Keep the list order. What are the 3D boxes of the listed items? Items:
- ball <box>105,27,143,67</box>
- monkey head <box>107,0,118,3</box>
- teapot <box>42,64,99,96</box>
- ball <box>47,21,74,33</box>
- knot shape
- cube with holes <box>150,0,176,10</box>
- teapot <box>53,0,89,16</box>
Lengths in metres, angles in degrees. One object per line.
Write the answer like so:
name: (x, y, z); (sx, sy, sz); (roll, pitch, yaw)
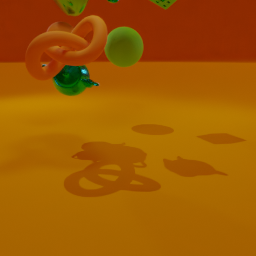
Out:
ball: (-0.132, -2.598, 9.029); (1.252, 1.252, 1.252); (0, 15, 0)
monkey head: (-0.192, -3.481, 6.317); (0.921, 1.099, 1.528); (-29, 42, -25)
teapot: (-1.332, -1.208, 6.605); (1.462, 0.909, 0.716); (20, -1, 3)
ball: (-1.736, -2.374, 7.391); (0.823, 0.823, 0.823); (0, 15, 0)
knot shape: (-1.085, -1.606, 5.506); (1.592, 0.786, 1.701); (-14, 21, 27)
cube with holes: (1.091, -4.138, 8.219); (0.756, 0.756, 0.756); (22, -9, -19)
teapot: (-1.468, -3.516, 7.010); (0.987, 1.253, 2.016); (-42, 31, -2)
